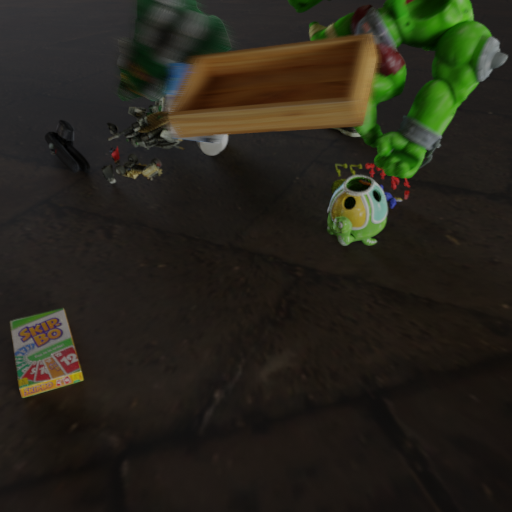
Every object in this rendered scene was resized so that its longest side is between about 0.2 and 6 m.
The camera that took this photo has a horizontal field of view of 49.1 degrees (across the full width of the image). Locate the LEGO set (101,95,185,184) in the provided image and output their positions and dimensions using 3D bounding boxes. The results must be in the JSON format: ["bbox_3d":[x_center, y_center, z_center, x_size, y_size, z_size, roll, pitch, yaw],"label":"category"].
[{"bbox_3d":[-2.528,-2.727,13.524,2.385,1.041,3.672,8,47,24],"label":"LEGO set"}]

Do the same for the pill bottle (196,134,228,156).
[{"bbox_3d":[-1.088,-3.023,13.889,0.776,0.776,1.488,-1,33,-2],"label":"pill bottle"}]

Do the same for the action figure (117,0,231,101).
[{"bbox_3d":[-1.738,-3.327,9.364,0.796,1.720,2.912,-47,12,-29],"label":"action figure"}]

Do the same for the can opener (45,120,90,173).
[{"bbox_3d":[-4.503,-2.494,13.249,0.638,0.791,2.011,-10,42,-30],"label":"can opener"}]

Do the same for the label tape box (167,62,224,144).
[{"bbox_3d":[-0.932,-2.333,8.602,0.807,1.127,0.373,10,44,12],"label":"label tape box"}]

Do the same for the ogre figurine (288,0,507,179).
[{"bbox_3d":[2.464,-3.866,9.923,2.201,2.689,4.485,25,43,-46],"label":"ogre figurine"}]

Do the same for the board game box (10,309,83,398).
[{"bbox_3d":[-2.949,1.259,7.788,0.770,0.242,1.612,-13,32,-21],"label":"board game box"}]

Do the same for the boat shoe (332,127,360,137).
[{"bbox_3d":[2.245,-3.727,15.213,0.618,0.522,1.735,-25,40,-33],"label":"boat shoe"}]

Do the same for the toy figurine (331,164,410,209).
[{"bbox_3d":[2.226,-1.252,11.165,1.593,0.840,0.954,8,39,13],"label":"toy figurine"}]

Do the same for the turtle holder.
[{"bbox_3d":[1.741,-0.827,10.208,1.443,1.025,1.096,-26,45,-23],"label":"turtle holder"}]

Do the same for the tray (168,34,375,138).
[{"bbox_3d":[0.188,-2.017,6.758,2.308,0.427,1.138,1,57,24],"label":"tray"}]
